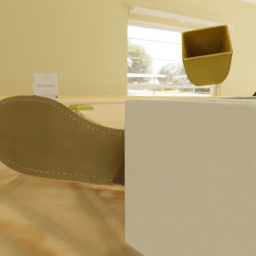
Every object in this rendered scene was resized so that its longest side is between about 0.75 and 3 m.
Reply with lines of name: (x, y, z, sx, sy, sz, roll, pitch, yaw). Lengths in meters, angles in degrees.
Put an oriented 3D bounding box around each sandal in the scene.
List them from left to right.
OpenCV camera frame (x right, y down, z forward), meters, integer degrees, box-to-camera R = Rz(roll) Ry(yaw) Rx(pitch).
sandal: (-0.627, 0.362, 4.085, 3.108, 1.140, 1.022, 11, -19, 22)

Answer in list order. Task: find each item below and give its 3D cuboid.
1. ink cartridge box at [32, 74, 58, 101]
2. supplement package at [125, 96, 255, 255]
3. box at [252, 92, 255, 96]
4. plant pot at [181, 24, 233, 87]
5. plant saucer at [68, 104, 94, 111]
ink cartridge box: (-3.978, -1.617, 13.468, 1.117, 1.928, 0.643, -3, 8, -22)
supplement package: (0.938, 0.351, 2.214, 1.572, 1.184, 1.193, -6, 10, -38)
box: (4.890, -0.945, 8.375, 2.340, 0.509, 1.875, -7, -28, -10)
plant pot: (2.391, -2.050, 8.491, 1.368, 1.399, 1.359, -6, 51, 16)
plant saucer: (-2.838, -1.244, 16.637, 1.251, 0.300, 1.253, -7, 11, -41)
